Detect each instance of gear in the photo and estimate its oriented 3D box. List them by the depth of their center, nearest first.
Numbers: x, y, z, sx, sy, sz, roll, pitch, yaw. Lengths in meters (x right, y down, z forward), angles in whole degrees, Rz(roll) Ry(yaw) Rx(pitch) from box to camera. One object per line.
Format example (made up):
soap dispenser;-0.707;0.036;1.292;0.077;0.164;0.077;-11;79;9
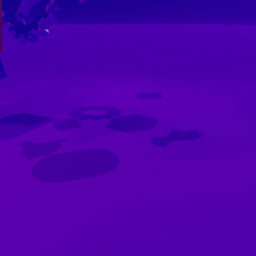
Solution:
gear;-2.412;-2.910;7.094;1.541;1.541;0.285;13;-5;30

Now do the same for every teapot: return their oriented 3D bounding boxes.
teapot;-3.065;-2.616;6.088;0.711;1.453;0.903;-40;-1;-2

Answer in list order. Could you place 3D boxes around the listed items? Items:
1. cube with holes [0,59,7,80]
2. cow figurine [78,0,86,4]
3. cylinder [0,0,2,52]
cube with holes;-4.092;-1.633;6.711;1.337;1.337;1.337;0;23;31
cow figurine;-0.473;-2.728;4.876;1.160;1.142;0.637;5;-7;-6
cylinder;-2.460;-1.740;4.035;1.174;1.174;1.174;8;23;-4
